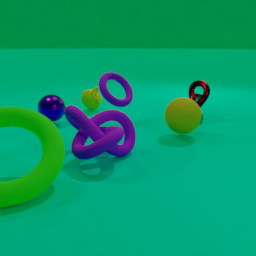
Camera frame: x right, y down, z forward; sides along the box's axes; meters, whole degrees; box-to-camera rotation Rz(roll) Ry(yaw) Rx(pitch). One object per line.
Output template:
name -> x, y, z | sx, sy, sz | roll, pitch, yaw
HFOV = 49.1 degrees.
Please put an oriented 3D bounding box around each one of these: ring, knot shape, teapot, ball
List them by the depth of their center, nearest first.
ring -> -1.925, 0.380, 4.461 | 1.795, 0.359, 1.795 | 7, 52, -9
knot shape -> -0.580, 0.126, 5.588 | 1.624, 0.751, 1.520 | 16, 22, -7
ball -> 1.355, -0.304, 6.915 | 0.899, 0.899, 0.899 | 0, 17, 0
ring -> -0.326, -1.085, 7.865 | 1.104, 1.104, 0.221 | -17, -14, -43
ball -> -2.170, -0.566, 7.965 | 0.778, 0.778, 0.778 | 0, 17, 0
knot shape -> 2.061, -0.710, 8.499 | 0.594, 1.285, 1.202 | 13, 43, 6
teapot -> -1.215, -0.987, 9.589 | 0.741, 1.191, 0.583 | 42, 54, 10
